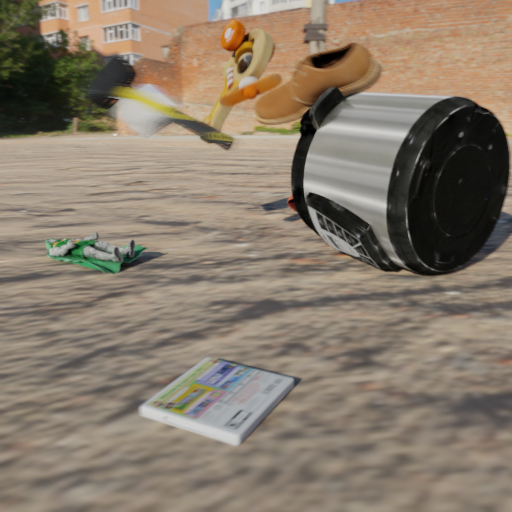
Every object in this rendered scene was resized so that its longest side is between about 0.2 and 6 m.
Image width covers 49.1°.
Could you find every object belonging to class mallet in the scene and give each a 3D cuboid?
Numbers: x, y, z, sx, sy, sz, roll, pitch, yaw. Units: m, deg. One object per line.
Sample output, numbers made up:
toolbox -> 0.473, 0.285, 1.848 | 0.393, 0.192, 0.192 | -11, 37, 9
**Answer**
mallet -> -1.286, -2.186, 8.070 | 2.213, 0.729, 0.455 | 21, -19, 2

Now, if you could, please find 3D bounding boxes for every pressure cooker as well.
pressure cooker -> 2.422, -1.457, 10.507 | 3.150, 3.102, 3.526 | -7, 20, -36

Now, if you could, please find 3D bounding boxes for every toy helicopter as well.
toy helicopter -> -0.324, -2.676, 9.103 | 0.799, 2.026, 1.340 | 15, 30, -36

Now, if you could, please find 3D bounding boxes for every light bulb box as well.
light bulb box -> -2.075, -2.768, 10.702 | 0.758, 0.477, 0.765 | 39, 51, 8

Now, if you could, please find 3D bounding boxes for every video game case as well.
video game case -> -0.358, 1.418, 5.647 | 1.093, 0.132, 1.200 | 8, 18, 27

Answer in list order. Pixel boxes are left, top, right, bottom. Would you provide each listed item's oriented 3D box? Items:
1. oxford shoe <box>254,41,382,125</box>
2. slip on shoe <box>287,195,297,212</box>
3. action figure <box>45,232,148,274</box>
oxford shoe -> 1.187, -4.143, 13.233 | 3.311, 1.181, 1.180 | -18, -35, 32
slip on shoe -> 1.435, -1.168, 14.118 | 0.686, 0.831, 2.243 | -37, 29, -4
action figure -> -3.222, -0.117, 10.530 | 2.054, 0.562, 1.213 | 4, 19, 28
